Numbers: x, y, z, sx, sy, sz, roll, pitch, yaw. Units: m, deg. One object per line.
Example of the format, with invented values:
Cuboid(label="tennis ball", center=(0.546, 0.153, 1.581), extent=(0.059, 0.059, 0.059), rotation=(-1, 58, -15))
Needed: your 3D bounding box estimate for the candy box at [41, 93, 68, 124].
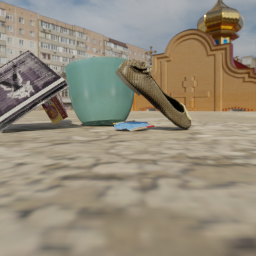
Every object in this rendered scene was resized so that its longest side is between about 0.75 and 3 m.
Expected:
Cuboid(label="candy box", center=(-2.680, -1.129, 9.491), extent=(0.589, 1.218, 2.088), rotation=(-28, 32, -7))

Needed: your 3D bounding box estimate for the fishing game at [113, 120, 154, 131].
Cuboid(label="fishing game", center=(0.074, -0.025, 6.768), extent=(0.858, 0.186, 1.198), rotation=(-11, 12, -24))

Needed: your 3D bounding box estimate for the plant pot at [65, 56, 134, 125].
Cuboid(label="plant pot", center=(-0.764, -0.994, 8.459), extent=(2.123, 1.704, 2.123), rotation=(-5, -4, 0))

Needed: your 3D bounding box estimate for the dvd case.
Cuboid(label="dvd case", center=(-2.728, -1.041, 6.860), extent=(1.797, 0.193, 2.417), rotation=(-37, 47, -16))

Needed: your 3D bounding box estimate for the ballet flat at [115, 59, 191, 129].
Cuboid(label="ballet flat", center=(0.775, -0.735, 6.313), extent=(2.611, 0.605, 0.880), rotation=(33, 17, -38))
